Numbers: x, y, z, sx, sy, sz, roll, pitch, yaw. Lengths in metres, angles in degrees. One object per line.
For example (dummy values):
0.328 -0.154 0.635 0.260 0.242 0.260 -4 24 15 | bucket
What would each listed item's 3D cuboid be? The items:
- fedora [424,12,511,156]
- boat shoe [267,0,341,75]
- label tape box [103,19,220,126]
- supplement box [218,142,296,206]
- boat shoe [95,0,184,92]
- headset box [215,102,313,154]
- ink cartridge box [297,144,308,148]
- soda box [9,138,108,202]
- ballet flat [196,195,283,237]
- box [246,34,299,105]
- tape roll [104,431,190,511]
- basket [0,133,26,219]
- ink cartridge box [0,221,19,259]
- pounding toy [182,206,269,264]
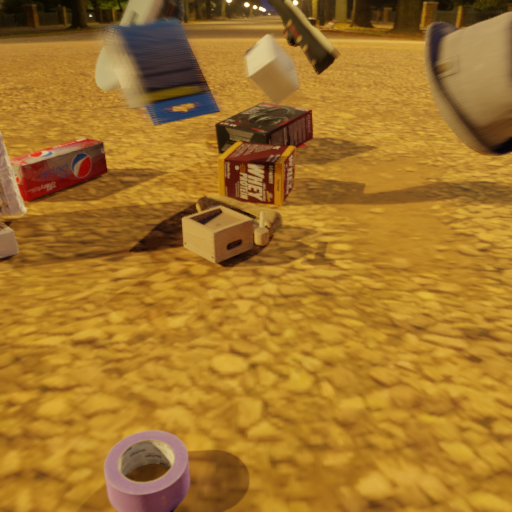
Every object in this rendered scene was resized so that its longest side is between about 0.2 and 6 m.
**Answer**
3.466 -2.644 8.049 2.086 1.065 2.359 25 61 -25 | fedora
0.728 -3.983 9.881 1.776 0.557 0.650 52 20 10 | boat shoe
-1.024 -1.916 6.050 0.838 1.162 0.368 -21 -5 -31 | label tape box
0.048 -1.933 12.994 1.483 0.985 1.463 7 27 14 | supplement box
-2.269 -4.230 11.240 0.821 2.320 1.053 37 12 28 | boat shoe
0.340 -3.621 16.124 1.845 0.958 2.480 21 42 35 | headset box
0.987 -3.431 16.870 0.945 0.206 0.820 -10 27 -17 | ink cartridge box
-4.797 -2.123 13.493 0.788 0.870 2.485 17 31 30 | soda box
-0.433 -0.782 11.120 1.925 0.661 0.607 10 39 20 | ballet flat
0.323 -3.712 11.185 0.602 0.921 0.916 -30 46 26 | box
-1.073 2.150 5.552 0.817 0.347 0.817 -1 26 0 | tape roll
-5.519 -1.668 10.377 1.856 2.308 2.287 -16 10 -20 | basket
-5.040 -0.213 10.108 1.164 0.491 0.850 -23 34 -38 | ink cartridge box
-0.353 -0.342 10.144 1.317 0.686 1.499 -23 34 -38 | pounding toy
